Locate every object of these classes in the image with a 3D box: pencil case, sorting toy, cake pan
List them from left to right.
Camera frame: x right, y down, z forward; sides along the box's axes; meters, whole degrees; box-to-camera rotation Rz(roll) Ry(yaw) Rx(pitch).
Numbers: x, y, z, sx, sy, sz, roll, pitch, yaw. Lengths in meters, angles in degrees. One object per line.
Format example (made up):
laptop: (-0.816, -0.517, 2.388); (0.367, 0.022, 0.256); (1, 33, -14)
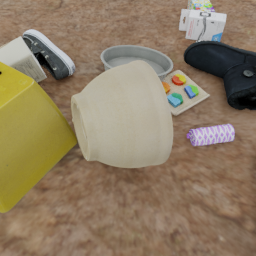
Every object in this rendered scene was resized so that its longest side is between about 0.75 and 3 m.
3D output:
cake pan: (0.303, -2.262, 10.034); (2.584, 0.474, 2.584); (5, 37, -4)
sorting toy: (1.700, -1.318, 9.700); (1.608, 0.317, 1.738); (-29, 56, -22)
pencil case: (2.485, 0.195, 8.327); (1.328, 0.557, 0.568); (-6, 19, -8)

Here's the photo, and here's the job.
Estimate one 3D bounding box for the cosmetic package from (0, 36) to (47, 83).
cosmetic package: (-4.086, -1.635, 8.908); (2.530, 1.310, 0.925); (-31, 66, -7)

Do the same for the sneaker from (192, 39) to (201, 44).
sneaker: (2.740, -3.376, 11.408); (0.394, 0.290, 0.872); (18, 55, 11)

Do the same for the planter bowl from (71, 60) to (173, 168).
planter bowl: (-0.359, -0.193, 7.011); (1.841, 2.735, 2.735); (-13, 51, -19)

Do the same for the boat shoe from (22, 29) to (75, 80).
boat shoe: (-3.184, -2.769, 10.481); (2.898, 0.995, 0.820); (38, 60, 24)

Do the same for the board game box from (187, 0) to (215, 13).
board game box: (3.257, -5.261, 12.620); (0.795, 0.810, 1.544); (-3, 50, -3)

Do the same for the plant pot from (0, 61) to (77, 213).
plant pot: (-3.440, -0.141, 7.307); (2.871, 2.532, 2.871); (28, 55, 21)

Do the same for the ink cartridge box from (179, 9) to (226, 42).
ink cartridge box: (3.020, -4.220, 11.615); (1.807, 1.047, 0.603); (11, 53, 10)

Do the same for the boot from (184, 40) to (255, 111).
boot: (3.382, -1.803, 9.561); (2.915, 1.113, 2.449); (10, 47, 0)
